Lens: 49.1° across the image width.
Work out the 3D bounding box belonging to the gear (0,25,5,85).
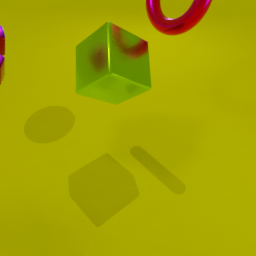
[{"bbox_3d":[-2.445,-0.935,3.184,1.918,0.355,1.918,11,59,-18],"label":"gear"}]

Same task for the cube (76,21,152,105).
[{"bbox_3d":[-0.308,-1.228,5.650,1.095,1.095,1.095,12,69,-42],"label":"cube"}]

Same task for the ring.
[{"bbox_3d":[1.026,-2.799,5.796,0.342,1.710,1.710,-5,33,-42],"label":"ring"}]
